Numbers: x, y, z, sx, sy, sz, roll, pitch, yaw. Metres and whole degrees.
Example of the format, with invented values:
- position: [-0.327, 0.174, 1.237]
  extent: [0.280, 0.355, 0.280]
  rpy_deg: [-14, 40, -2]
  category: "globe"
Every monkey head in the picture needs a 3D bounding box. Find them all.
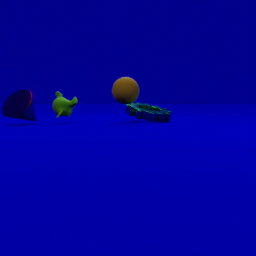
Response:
- position: [-2.033, -0.747, 8.953]
  extent: [0.646, 1.071, 0.771]
  rpy_deg: [19, -44, -38]
  category: "monkey head"

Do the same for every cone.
- position: [-3.074, -0.468, 8.546]
  extent: [1.023, 1.023, 1.027]
  rpy_deg: [2, -31, 25]
  category: "cone"

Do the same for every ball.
- position: [-0.078, -1.239, 9.359]
  extent: [0.908, 0.908, 0.908]
  rpy_deg: [0, 5, 0]
  category: "ball"

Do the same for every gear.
- position: [0.720, -0.553, 9.739]
  extent: [1.581, 0.292, 1.581]
  rpy_deg: [9, 15, -2]
  category: "gear"
